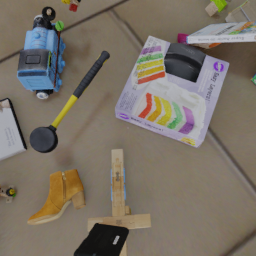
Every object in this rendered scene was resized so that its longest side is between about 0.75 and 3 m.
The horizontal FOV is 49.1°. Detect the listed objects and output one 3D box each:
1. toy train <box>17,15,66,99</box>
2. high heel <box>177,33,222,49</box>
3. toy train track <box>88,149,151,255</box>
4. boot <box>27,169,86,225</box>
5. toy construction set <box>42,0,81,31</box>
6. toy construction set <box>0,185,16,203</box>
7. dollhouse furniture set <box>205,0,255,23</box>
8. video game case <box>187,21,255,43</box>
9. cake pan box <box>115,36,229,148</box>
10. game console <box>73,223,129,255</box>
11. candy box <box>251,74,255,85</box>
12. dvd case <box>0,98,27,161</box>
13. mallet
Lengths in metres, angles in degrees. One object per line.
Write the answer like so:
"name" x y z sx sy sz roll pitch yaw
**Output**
"toy train" -2.561 -2.203 8.502 1.113 1.467 2.569 0 69 0
"high heel" 2.427 -2.999 9.337 1.509 0.508 0.724 -14 80 8
"toy train track" -0.227 1.943 7.517 1.609 0.456 2.805 -5 63 5
"boot" -1.990 1.807 7.522 1.607 0.565 1.150 -19 65 -11
"toy construction set" -1.599 -3.556 6.490 1.513 1.394 1.814 38 82 -14
"toy construction set" -3.573 1.635 7.549 0.969 0.893 1.162 -42 53 16
"dollhouse furniture set" 3.500 -4.191 9.874 1.160 0.896 2.321 -37 93 -20
"video game case" 3.389 -2.870 8.294 2.700 0.240 1.933 10 33 36
"cake pan box" 1.373 -1.193 8.517 2.702 0.767 2.934 23 71 6
"game console" -0.551 2.109 4.659 0.966 1.098 0.639 4 97 10
"candy box" 4.816 -2.010 8.171 1.648 1.949 0.751 -29 71 -12
"dvd case" -4.459 0.327 8.206 2.558 0.224 1.825 -23 71 -8
"mallet" -1.244 -0.624 6.230 0.571 0.913 2.774 34 88 -5
